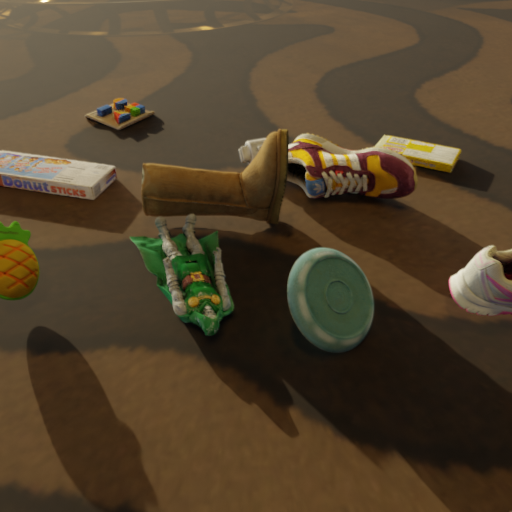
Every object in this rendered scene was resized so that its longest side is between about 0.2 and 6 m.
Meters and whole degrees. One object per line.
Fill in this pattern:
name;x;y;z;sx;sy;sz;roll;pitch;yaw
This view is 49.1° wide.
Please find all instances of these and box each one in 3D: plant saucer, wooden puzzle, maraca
plant saucer;1.075;0.568;7.586;1.459;1.459;0.200;-29;1;-34
wooden puzzle;-3.479;-3.672;14.259;1.356;0.314;1.256;21;41;27
maraca;-3.606;0.064;8.209;0.639;1.195;0.820;-19;-13;41

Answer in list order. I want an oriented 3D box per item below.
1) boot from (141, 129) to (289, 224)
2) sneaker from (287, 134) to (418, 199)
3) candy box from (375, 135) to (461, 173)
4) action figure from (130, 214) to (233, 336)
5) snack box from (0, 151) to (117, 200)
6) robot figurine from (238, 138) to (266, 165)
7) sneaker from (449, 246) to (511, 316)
boot;-0.725;-1.309;9.480;2.440;2.136;0.807;5;50;-2
sneaker;1.622;-1.494;10.760;2.814;1.055;1.268;19;49;33
candy box;3.534;-2.270;12.369;1.749;0.231;0.894;17;42;23
action figure;-0.967;0.267;8.509;1.505;0.697;2.548;-9;40;-17
snack box;-4.318;-1.679;11.452;2.733;0.332;0.983;9;37;13
robot figurine;0.112;-2.250;12.073;0.951;0.537;0.806;-12;4;-17
sneaker;3.871;0.412;7.738;2.148;0.948;0.874;7;49;-6
